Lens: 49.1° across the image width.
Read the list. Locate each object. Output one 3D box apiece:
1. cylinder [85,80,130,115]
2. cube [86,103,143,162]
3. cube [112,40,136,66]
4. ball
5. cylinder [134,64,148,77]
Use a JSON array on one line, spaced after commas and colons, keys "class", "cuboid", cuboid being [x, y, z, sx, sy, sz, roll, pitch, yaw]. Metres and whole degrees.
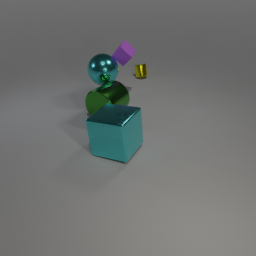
[{"class": "cylinder", "cuboid": [-0.860, -1.159, 11.918, 1.400, 1.400, 1.400, 16, 34, 26]}, {"class": "cube", "cuboid": [-0.411, 0.115, 9.601, 1.400, 1.400, 1.400, 9, 31, 25]}, {"class": "cube", "cuboid": [-0.183, -3.421, 12.823, 0.700, 0.700, 0.700, 39, 43, -16]}, {"class": "ball", "cuboid": [-1.123, -2.637, 12.613, 1.400, 1.400, 1.400, 0, 30, 0]}, {"class": "cylinder", "cuboid": [0.756, -3.332, 16.228, 0.700, 0.700, 0.700, -9, 13, 2]}]
